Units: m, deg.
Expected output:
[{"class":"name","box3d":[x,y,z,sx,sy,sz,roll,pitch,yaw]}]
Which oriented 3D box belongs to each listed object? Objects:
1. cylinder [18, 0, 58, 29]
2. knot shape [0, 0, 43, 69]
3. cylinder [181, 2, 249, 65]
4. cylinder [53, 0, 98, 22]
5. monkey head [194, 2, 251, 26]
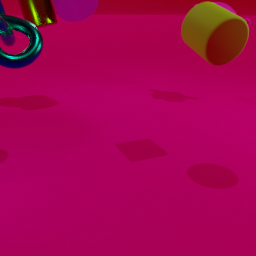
[{"class":"cylinder","box3d":[-2.579,-3.362,8.010,0.895,0.895,0.895,-12,19,4]},{"class":"knot shape","box3d":[-2.273,-1.714,4.592,1.554,0.718,1.454,52,21,18]},{"class":"cylinder","box3d":[1.550,-1.717,5.085,0.871,0.871,0.871,-8,41,-18]},{"class":"cylinder","box3d":[-1.555,-3.807,7.754,1.180,1.180,1.180,-18,-16,-6]},{"class":"monkey head","box3d":[2.792,-3.259,9.009,1.946,1.400,1.173,31,70,27]}]
